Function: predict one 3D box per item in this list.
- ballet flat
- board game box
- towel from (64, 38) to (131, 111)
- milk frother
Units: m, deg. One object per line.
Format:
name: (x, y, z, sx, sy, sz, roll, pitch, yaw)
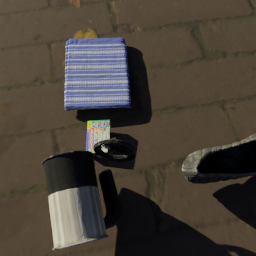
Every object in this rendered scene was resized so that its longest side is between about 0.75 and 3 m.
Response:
ballet flat: (2.677, 0.731, 6.370, 2.974, 0.845, 0.988, -14, 91, -8)
board game box: (-0.743, 0.227, 7.091, 0.593, 0.128, 0.881, -3, 67, 5)
towel: (-0.893, -1.605, 8.032, 1.816, 0.299, 2.509, -3, 63, -2)
milk frother: (-0.677, 1.274, 5.522, 1.687, 1.869, 1.758, -4, 69, -28)
